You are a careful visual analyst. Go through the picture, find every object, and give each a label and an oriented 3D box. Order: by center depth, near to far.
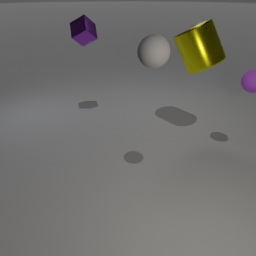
[{"bbox_3d":[0.548,-1.629,5.966,0.700,0.700,0.700,0,28,0],"label":"ball"},{"bbox_3d":[3.800,-1.415,8.488,0.700,0.700,0.700,0,28,0],"label":"ball"},{"bbox_3d":[2.444,-2.759,9.591,1.400,1.400,1.400,-25,13,6],"label":"cylinder"},{"bbox_3d":[-1.638,-3.586,10.349,0.700,0.700,0.700,-19,-20,25],"label":"cube"}]
